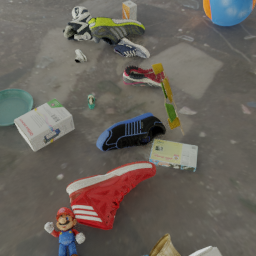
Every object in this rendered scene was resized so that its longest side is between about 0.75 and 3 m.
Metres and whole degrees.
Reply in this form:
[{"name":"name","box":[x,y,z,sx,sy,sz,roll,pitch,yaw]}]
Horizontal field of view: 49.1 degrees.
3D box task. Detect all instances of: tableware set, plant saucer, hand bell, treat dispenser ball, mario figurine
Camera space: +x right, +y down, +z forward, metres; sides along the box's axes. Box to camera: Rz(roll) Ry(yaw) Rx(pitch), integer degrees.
[{"name":"tableware set","box":[1.264,-1.085,9.422,0.403,1.771,2.628,-18,58,14]},{"name":"plant saucer","box":[-4.619,-0.744,10.851,1.945,0.350,1.945,0,51,0]},{"name":"hand bell","box":[1.419,3.591,7.061,1.718,0.895,0.895,39,58,6]},{"name":"treat dispenser ball","box":[5.150,-6.543,14.257,2.557,2.557,2.557,0,50,0]},{"name":"mario figurine","box":[-1.720,2.853,7.575,0.886,0.761,1.436,12,50,-36]}]

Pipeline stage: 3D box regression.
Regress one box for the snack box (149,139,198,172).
[{"name":"snack box","box":[1.554,0.904,9.522,1.539,0.285,0.894,10,51,8]}]

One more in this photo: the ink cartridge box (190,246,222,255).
[{"name":"ink cartridge box","box":[1.578,4.264,5.777,2.057,1.182,2.834,-21,68,-16]}]

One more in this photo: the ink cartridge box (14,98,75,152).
[{"name":"ink cartridge box","box":[-2.990,-0.137,10.090,1.704,0.746,1.238,-32,57,-26]}]

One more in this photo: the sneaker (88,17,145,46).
[{"name":"sneaker","box":[-0.508,-4.643,13.697,2.963,1.199,1.095,-7,10,-25]}]

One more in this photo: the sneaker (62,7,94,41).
[{"name":"sneaker","box":[-2.666,-5.214,14.095,1.666,1.022,2.561,-20,63,-27]}]

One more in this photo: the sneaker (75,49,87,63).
[{"name":"sneaker","box":[-2.327,-3.337,13.013,0.494,0.324,0.858,-29,58,-24]}]

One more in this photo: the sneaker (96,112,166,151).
[{"name":"sneaker","box":[0.167,0.259,9.679,2.482,0.870,0.967,-26,48,-22]}]

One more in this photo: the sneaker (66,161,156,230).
[{"name":"sneaker","box":[-0.296,2.079,8.280,2.763,1.083,1.596,-17,65,-5]}]

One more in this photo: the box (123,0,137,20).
[{"name":"box","box":[0.082,-6.105,14.860,0.491,1.007,0.626,-30,57,-23]}]

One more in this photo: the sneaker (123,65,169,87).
[{"name":"sneaker","box":[0.767,-2.072,11.765,1.981,0.740,0.799,11,56,-8]}]

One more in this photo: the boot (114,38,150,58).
[{"name":"boot","box":[0.160,-3.532,13.100,1.690,0.615,0.763,33,73,26]}]

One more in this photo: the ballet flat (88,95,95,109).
[{"name":"ballet flat","box":[-1.465,-1.122,11.203,0.275,0.287,0.816,-6,50,-5]}]
